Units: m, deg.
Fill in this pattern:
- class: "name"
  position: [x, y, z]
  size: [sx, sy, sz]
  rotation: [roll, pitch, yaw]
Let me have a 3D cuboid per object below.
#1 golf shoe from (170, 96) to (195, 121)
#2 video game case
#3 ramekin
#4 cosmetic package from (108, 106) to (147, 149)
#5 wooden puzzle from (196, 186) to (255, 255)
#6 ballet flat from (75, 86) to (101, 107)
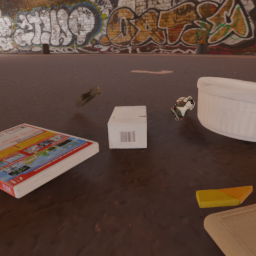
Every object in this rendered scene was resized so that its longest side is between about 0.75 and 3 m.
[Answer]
- class: "golf shoe"
  position: [2.037, -0.774, 9.769]
  size: [0.751, 0.658, 1.705]
  rotation: [-37, 5, 27]
- class: "video game case"
  position: [-2.412, 0.543, 6.364]
  size: [2.918, 0.255, 2.086]
  rotation: [11, 26, 37]
- class: "ramekin"
  position: [3.182, -0.558, 7.703]
  size: [2.713, 1.263, 2.713]
  rotation: [6, 18, -2]
- class: "cosmetic package"
  position: [0.037, -0.075, 7.903]
  size: [1.022, 0.735, 1.811]
  rotation: [-2, 19, 2]
- class: "wooden puzzle"
  position: [1.919, 1.460, 3.674]
  size: [1.531, 0.265, 2.270]
  rotation: [-10, 23, -6]
- class: "ballet flat"
  position: [-1.516, -1.163, 10.653]
  size: [0.341, 0.495, 1.470]
  rotation: [6, -25, -44]
